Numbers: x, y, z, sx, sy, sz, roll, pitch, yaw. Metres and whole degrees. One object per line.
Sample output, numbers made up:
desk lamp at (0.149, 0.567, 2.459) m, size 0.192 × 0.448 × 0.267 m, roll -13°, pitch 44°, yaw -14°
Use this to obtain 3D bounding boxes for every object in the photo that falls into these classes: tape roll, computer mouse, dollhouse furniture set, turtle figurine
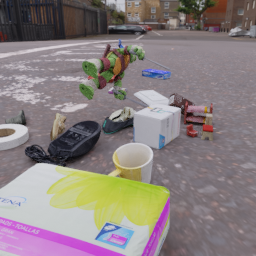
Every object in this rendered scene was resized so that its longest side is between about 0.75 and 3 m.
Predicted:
tape roll at (-4.008, 0.276, 8.936) m, size 1.589 × 0.290 × 1.589 m, roll 0°, pitch 23°, yaw 0°
computer mouse at (-1.664, 0.524, 8.084) m, size 1.548 × 0.589 × 2.235 m, roll 19°, pitch 40°, yaw 35°
dollhouse furniture set at (2.449, -0.299, 9.750) m, size 0.993 × 0.750 × 1.845 m, roll 5°, pitch 22°, yaw 12°
turtle figurine at (-0.154, -1.754, 9.405) m, size 2.609 × 2.691 × 1.936 m, roll -31°, pitch 5°, yaw -38°

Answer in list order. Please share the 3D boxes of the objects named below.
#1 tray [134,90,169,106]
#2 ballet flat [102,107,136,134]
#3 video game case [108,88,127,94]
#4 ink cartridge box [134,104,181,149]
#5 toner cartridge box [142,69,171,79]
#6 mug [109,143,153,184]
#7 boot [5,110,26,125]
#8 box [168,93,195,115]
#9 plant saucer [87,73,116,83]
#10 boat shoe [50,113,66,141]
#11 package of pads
tray at (1.180, -1.471, 13.376) m, size 1.183 × 0.244 × 2.203 m, roll -8°, pitch 23°, yaw -18°
ballet flat at (-0.129, -0.373, 10.036) m, size 0.726 × 0.726 × 1.988 m, roll 18°, pitch 28°, yaw 38°
video game case at (-0.524, -1.947, 14.676) m, size 0.854 × 0.153 × 0.774 m, roll 5°, pitch 22°, yaw 12°
ink cartridge box at (0.945, -0.096, 8.932) m, size 0.978 × 0.982 × 1.339 m, roll 15°, pitch 26°, yaw 33°
toner cartridge box at (1.846, -3.534, 18.319) m, size 1.782 × 0.385 × 0.847 m, roll 19°, pitch 30°, yaw 40°
mug at (0.050, 0.967, 6.326) m, size 1.092 × 0.896 × 0.875 m, roll -11°, pitch 35°, yaw -5°
boot at (-4.229, -0.354, 10.456) m, size 0.730 × 0.378 × 1.117 m, roll -13°, pitch 23°, yaw -17°
box at (2.080, -0.880, 10.865) m, size 1.029 × 0.515 × 0.386 m, roll 25°, pitch -28°, yaw -25°
plant saucer at (-1.585, -3.095, 17.345) m, size 1.659 × 0.305 × 1.656 m, roll 0°, pitch 22°, yaw 1°
boat shoe at (-2.204, -0.044, 8.966) m, size 0.409 × 0.452 × 1.267 m, roll 16°, pitch 35°, yaw -15°
package of pads at (-0.973, 1.609, 4.541) m, size 2.999 × 1.023 × 2.317 m, roll 7°, pitch 23°, yaw 21°
